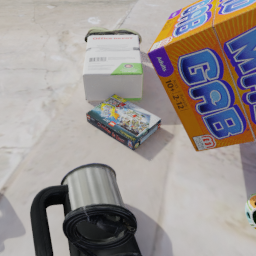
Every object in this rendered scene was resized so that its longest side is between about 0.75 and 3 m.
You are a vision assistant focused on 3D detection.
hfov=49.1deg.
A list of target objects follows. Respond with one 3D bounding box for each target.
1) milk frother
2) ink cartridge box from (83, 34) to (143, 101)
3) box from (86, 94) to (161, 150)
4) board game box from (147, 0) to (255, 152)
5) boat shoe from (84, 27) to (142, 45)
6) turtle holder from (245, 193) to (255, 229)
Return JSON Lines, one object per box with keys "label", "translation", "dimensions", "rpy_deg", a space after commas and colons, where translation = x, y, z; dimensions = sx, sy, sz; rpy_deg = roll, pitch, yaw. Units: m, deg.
{"label": "milk frother", "translation": [-0.641, 1.623, 5.718], "dimensions": [2.187, 2.423, 2.279], "rpy_deg": [18, 33, -36]}
{"label": "ink cartridge box", "translation": [-0.565, -2.431, 10.973], "dimensions": [2.125, 1.227, 2.921], "rpy_deg": [-1, 44, -1]}
{"label": "box", "translation": [-0.159, -0.267, 9.334], "dimensions": [2.087, 0.393, 1.426], "rpy_deg": [31, 52, 28]}
{"label": "board game box", "translation": [2.670, -1.663, 6.899], "dimensions": [2.917, 2.916, 2.918], "rpy_deg": [-15, 30, 31]}
{"label": "boat shoe", "translation": [-0.739, -4.027, 12.919], "dimensions": [2.717, 0.971, 0.893], "rpy_deg": [13, 53, 17]}
{"label": "turtle holder", "translation": [3.122, 2.092, 6.542], "dimensions": [0.826, 1.088, 0.772], "rpy_deg": [19, 14, 30]}
